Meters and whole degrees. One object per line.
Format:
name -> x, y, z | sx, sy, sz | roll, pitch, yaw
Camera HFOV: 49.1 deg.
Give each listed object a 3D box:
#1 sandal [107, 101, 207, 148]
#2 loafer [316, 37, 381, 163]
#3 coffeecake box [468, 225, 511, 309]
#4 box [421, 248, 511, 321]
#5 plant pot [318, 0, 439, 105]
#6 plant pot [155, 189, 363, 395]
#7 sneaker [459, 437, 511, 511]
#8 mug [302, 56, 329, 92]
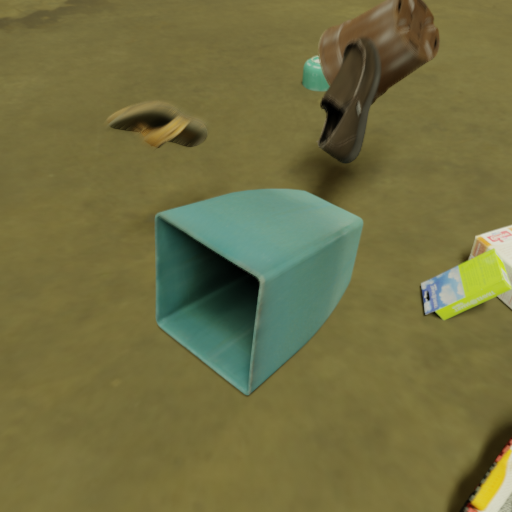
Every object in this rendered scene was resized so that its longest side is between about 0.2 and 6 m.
sandal -> -1.470, -1.994, 9.019 | 1.950, 0.783, 0.527 | 6, 66, -55
loafer -> 1.424, -2.505, 8.859 | 0.709, 1.987, 0.725 | 8, 1, -27
coffeecake box -> 4.999, 0.361, 9.455 | 1.686, 0.802, 2.196 | -15, 42, -18
box -> 3.417, 0.500, 9.212 | 1.350, 0.322, 0.823 | -32, 27, 30
plant pot -> 2.159, -3.554, 9.582 | 1.559, 1.559, 1.544 | -38, 14, -37
plant pot -> 0.245, 0.178, 8.794 | 2.089, 2.088, 2.956 | 31, 41, 33
sneaker -> 3.287, 2.700, 6.691 | 0.896, 0.849, 2.180 | 35, 59, 28
mug -> 2.015, -5.455, 16.634 | 1.254, 0.775, 1.030 | -4, 39, -4
